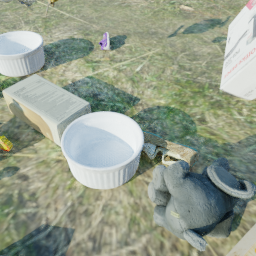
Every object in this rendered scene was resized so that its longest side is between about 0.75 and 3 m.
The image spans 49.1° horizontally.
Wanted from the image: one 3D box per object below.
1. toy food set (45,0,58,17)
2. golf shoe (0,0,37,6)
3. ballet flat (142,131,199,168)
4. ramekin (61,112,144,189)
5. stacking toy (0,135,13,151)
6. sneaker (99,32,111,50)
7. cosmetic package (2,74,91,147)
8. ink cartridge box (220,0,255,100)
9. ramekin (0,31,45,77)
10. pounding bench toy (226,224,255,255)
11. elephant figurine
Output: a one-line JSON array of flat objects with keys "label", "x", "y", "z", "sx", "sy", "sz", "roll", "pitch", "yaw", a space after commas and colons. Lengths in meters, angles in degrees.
[{"label": "toy food set", "x": -2.161, "y": -4.257, "z": 8.470, "sx": 0.348, "sy": 1.734, "sz": 1.197, "roll": 14, "pitch": 69, "yaw": -18}, {"label": "golf shoe", "x": -2.539, "y": -3.086, "z": 6.356, "sx": 0.535, "sy": 0.431, "sz": 1.100, "roll": 2, "pitch": 14, "yaw": 38}, {"label": "ballet flat", "x": 0.945, "y": 0.625, "z": 7.737, "sx": 1.952, "sy": 0.688, "sz": 0.637, "roll": 17, "pitch": 57, "yaw": 21}, {"label": "ramekin", "x": -0.642, "y": 0.602, "z": 7.455, "sx": 2.104, "sy": 1.025, "sz": 2.104, "roll": 0, "pitch": 43, "yaw": 0}, {"label": "stacking toy", "x": -4.574, "y": 0.807, "z": 7.636, "sx": 2.260, "sy": 0.531, "sz": 1.704, "roll": 9, "pitch": 46, "yaw": 17}, {"label": "sneaker", "x": -1.078, "y": -3.988, "z": 12.839, "sx": 0.521, "sy": 0.504, "sz": 1.249, "roll": -7, "pitch": 43, "yaw": 1}, {"label": "cosmetic package", "x": -2.533, "y": -0.628, "z": 8.846, "sx": 2.624, "sy": 0.933, "sz": 1.380, "roll": 30, "pitch": 50, "yaw": 28}, {"label": "ink cartridge box", "x": 3.583, "y": -2.316, "z": 7.739, "sx": 1.075, "sy": 1.847, "sz": 2.536, "roll": 17, "pitch": 67, "yaw": -7}, {"label": "ramekin", "x": -4.429, "y": -2.986, "z": 11.322, "sx": 2.147, "sy": 1.047, "sz": 2.147, "roll": 0, "pitch": 43, "yaw": 0}, {"label": "pounding bench toy", "x": 2.355, "y": 2.998, "z": 4.388, "sx": 2.693, "sy": 1.673, "sz": 2.101, "roll": -29, "pitch": 51, "yaw": -28}, {"label": "elephant figurine", "x": 1.896, "y": 1.461, "z": 6.227, "sx": 2.544, "sy": 1.800, "sz": 1.974, "roll": 0, "pitch": 69, "yaw": -22}]
